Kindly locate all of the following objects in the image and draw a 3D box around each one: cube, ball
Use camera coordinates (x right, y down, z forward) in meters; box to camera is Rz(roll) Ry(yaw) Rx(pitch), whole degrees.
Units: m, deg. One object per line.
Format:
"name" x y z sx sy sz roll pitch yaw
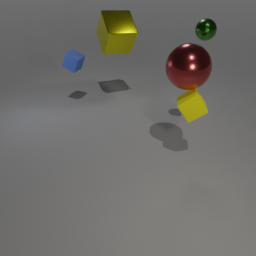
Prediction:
"cube" 2.018 -0.730 8.867 0.700 0.700 0.700 -30 22 22
"cube" -2.512 -3.090 12.934 0.700 0.700 0.700 30 36 4
"ball" 2.588 -3.266 9.304 0.700 0.700 0.700 0 30 0
"cube" -0.545 -4.424 13.001 1.400 1.400 1.400 -9 68 -21
"ball" 1.852 -1.872 8.578 1.400 1.400 1.400 0 30 0
